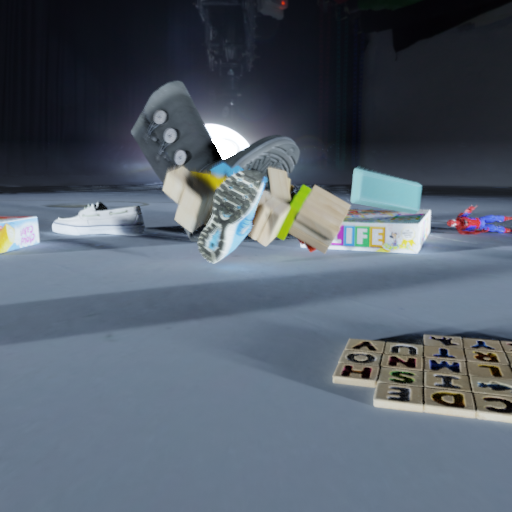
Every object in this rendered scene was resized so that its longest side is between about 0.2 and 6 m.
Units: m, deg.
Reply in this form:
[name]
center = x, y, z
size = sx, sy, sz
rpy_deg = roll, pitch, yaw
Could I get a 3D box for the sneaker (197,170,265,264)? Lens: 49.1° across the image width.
[sneaker]
center = -0.366, -0.731, 9.759
size = 0.708, 1.807, 0.813
rpy_deg = 41, 26, 17

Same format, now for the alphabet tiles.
[alphabet tiles]
center = 1.829, 0.993, 4.843
size = 2.189, 0.083, 1.830
rpy_deg = 3, 10, 16

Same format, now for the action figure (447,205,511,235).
[action figure]
center = 5.907, -0.877, 14.249
size = 1.958, 0.639, 0.969
rpy_deg = -1, -8, -3

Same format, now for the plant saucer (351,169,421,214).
[plant saucer]
center = 2.763, -1.325, 11.667
size = 1.991, 0.696, 0.189
rpy_deg = 5, 1, -34

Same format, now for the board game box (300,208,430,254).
[board game box]
center = 2.732, -0.680, 13.271
size = 2.467, 0.628, 3.669
rpy_deg = 4, 10, 20

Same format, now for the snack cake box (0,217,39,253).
[snack cake box]
center = -5.608, -0.454, 11.899
size = 1.109, 0.648, 1.928
rpy_deg = -1, 9, 7

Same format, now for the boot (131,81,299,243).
[boot]
center = -1.114, -2.689, 13.001
size = 3.180, 3.858, 1.266
rpy_deg = -39, -34, 16

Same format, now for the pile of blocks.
[pile of blocks]
center = -0.029, -0.892, 11.005
size = 3.685, 1.145, 1.513
rpy_deg = 13, 44, -14

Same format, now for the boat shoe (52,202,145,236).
[boat shoe]
center = -4.097, -0.997, 14.616
size = 2.503, 0.836, 0.921
rpy_deg = 1, 9, 6
